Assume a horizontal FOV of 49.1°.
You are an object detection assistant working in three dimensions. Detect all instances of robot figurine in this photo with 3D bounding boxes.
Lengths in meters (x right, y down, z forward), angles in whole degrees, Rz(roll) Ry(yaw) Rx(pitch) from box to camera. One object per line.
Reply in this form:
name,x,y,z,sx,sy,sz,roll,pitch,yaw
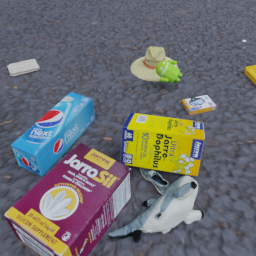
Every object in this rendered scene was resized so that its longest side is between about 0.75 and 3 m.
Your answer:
robot figurine,1.486,-2.086,10.420,1.048,0.607,0.920,30,79,-15

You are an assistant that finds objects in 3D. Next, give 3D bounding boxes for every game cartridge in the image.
game cartridge,5.875,-2.092,11.300,1.848,0.300,1.629,-8,43,-10

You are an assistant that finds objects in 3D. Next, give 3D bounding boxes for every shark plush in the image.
shark plush,0.753,2.073,6.810,2.508,1.139,1.045,-38,31,-9

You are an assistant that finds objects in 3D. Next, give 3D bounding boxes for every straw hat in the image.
straw hat,1.137,-2.931,11.750,2.170,0.918,2.170,1,43,0

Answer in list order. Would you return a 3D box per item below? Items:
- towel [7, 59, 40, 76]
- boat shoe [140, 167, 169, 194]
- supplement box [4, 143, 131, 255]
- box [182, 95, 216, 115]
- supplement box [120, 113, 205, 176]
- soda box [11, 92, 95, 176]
towel,-4.425,-2.553,11.867,1.231,0.212,0.816,-18,48,-19
boat shoe,0.732,1.300,7.617,0.411,0.349,1.129,-24,48,-24
supplement box,-1.200,1.766,6.447,1.602,1.263,2.447,23,48,23
box,2.583,-0.840,10.007,1.145,0.237,0.681,-14,45,-12
supplement box,0.939,0.411,7.744,2.122,1.155,1.162,7,24,9
soda box,-2.126,0.080,8.491,0.884,0.934,2.754,19,47,20
